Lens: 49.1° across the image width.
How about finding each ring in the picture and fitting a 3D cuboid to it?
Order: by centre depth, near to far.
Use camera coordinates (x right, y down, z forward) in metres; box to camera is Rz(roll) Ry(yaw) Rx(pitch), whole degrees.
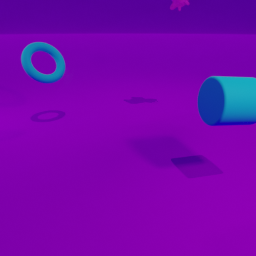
[{"bbox_3d":[-2.211,-1.719,7.378,1.157,1.157,0.231,-17,-5,-38],"label":"ring"}]

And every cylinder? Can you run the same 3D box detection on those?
[{"bbox_3d":[1.632,-0.423,4.451,0.766,0.766,0.766,-2,20,-18],"label":"cylinder"}]

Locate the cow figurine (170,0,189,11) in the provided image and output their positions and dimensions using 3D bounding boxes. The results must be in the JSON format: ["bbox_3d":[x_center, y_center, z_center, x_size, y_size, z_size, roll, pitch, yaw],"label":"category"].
[{"bbox_3d":[1.129,-3.849,7.477,0.710,1.273,1.294,-25,-9,34],"label":"cow figurine"}]
